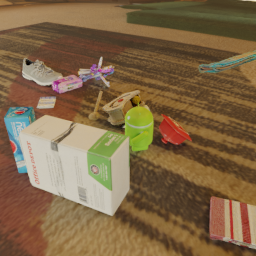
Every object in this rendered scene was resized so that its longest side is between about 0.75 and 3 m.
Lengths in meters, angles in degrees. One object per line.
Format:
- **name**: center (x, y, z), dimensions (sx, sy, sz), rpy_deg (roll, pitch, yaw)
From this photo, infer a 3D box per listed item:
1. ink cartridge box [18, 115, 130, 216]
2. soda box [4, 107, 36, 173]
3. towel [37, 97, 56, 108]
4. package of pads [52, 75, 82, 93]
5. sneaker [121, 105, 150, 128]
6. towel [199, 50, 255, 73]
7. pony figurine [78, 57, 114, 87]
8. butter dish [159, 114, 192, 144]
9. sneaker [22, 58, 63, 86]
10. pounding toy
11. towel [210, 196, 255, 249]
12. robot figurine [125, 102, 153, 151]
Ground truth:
- **ink cartridge box**: center (-1.513, 1.017, 8.249), dimensions (2.925, 2.136, 1.233), rpy_deg (15, 35, 21)
- **soda box**: center (-3.333, 0.424, 9.128), dimensions (0.742, 2.188, 0.702), rpy_deg (-2, 33, -3)
- **towel**: center (-3.974, -1.268, 13.696), dimensions (0.808, 0.131, 1.100), rpy_deg (-3, 33, -6)
- **package of pads**: center (-3.269, -2.376, 15.043), dimensions (1.440, 0.545, 0.868), rpy_deg (-26, 38, -34)
- **sneaker**: center (0.384, -0.416, 12.045), dimensions (1.564, 0.567, 0.562), rpy_deg (-37, 11, -27)
- **towel**: center (2.873, -1.752, 6.941), dimensions (1.982, 0.215, 1.453), rpy_deg (-17, 12, 2)
- **pony figurine**: center (-1.698, -3.070, 15.441), dimensions (1.988, 1.656, 1.919), rpy_deg (-11, 20, 0)
- **butter dish**: center (1.653, 0.218, 10.775), dimensions (1.192, 0.881, 1.189), rpy_deg (27, 21, -44)
- **sneaker**: center (-4.929, -3.191, 15.709), dimensions (2.896, 1.187, 1.082), rpy_deg (16, 36, 24)
- **pounding toy**: center (-0.439, -1.031, 11.770), dimensions (2.412, 1.384, 1.379), rpy_deg (-36, 23, -29)
- **towel**: center (3.261, 2.608, 7.567), dimensions (2.048, 0.233, 1.475), rpy_deg (10, 32, 13)
- **robot figurine**: center (0.406, -0.004, 10.176), dimensions (1.017, 1.757, 1.542), rpy_deg (-5, 36, -6)
